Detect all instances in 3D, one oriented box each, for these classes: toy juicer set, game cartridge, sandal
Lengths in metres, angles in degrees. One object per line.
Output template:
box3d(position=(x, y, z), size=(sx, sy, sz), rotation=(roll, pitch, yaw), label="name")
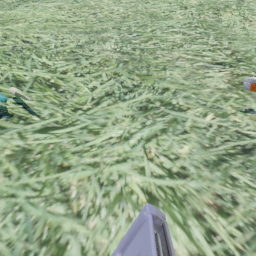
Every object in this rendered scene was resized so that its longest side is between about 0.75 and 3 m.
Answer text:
box3d(position=(-4.251, -1.089, 8.305), size=(2.641, 0.719, 1.680), rotation=(17, 3, -21), label="toy juicer set")
box3d(position=(-0.115, 1.954, 2.856), size=(0.516, 1.743, 2.689), rotation=(37, 4, -1), label="game cartridge")
box3d(position=(3.793, -1.208, 7.949), size=(1.040, 0.398, 0.298), rotation=(14, 34, 6), label="sandal")
